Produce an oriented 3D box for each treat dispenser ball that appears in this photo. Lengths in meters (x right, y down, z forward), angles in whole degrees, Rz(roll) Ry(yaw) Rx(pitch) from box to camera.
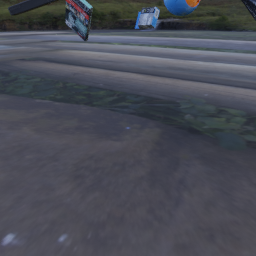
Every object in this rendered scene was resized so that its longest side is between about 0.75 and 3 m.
[{"bbox_3d":[1.863,-4.531,9.647,1.255,1.255,1.255,0,23,0],"label":"treat dispenser ball"}]

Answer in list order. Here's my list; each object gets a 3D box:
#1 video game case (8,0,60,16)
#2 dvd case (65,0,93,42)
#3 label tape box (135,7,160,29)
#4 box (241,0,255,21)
[{"bbox_3d":[-1.717,-2.608,5.731,1.390,0.177,1.256,-24,27,-9],"label":"video game case"},{"bbox_3d":[-1.536,-3.437,8.575,0.998,1.367,0.150,43,62,9],"label":"dvd case"},{"bbox_3d":[0.552,-3.509,8.952,0.813,0.583,0.269,14,-2,35],"label":"label tape box"},{"bbox_3d":[3.173,-2.337,5.526,1.074,1.798,1.829,-38,25,26],"label":"box"}]
